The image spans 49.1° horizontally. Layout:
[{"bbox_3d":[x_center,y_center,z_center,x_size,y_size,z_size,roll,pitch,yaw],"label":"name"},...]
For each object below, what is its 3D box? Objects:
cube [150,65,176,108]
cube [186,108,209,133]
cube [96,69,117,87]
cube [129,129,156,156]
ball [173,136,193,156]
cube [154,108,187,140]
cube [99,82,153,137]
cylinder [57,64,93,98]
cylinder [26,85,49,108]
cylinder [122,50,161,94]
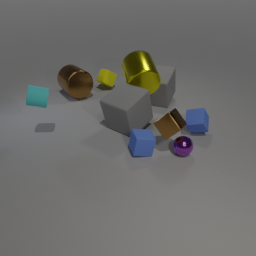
[{"bbox_3d":[1.407,-2.015,13.327,1.400,1.400,1.400,12,48,20],"label":"cube"},{"bbox_3d":[2.666,-0.276,10.762,0.700,0.700,0.700,-5,61,30],"label":"cube"},{"bbox_3d":[-1.150,-2.693,15.055,0.700,0.700,0.700,23,-1,-39],"label":"cube"},{"bbox_3d":[0.482,0.504,9.713,0.700,0.700,0.700,2,29,-17],"label":"cube"},{"bbox_3d":[1.888,0.613,9.620,0.700,0.700,0.700,0,29,0],"label":"ball"},{"bbox_3d":[1.430,-0.140,9.419,0.700,0.700,0.700,55,34,3],"label":"cube"},{"bbox_3d":[-0.028,-0.728,10.996,1.400,1.400,1.400,22,52,35],"label":"cube"},{"bbox_3d":[-2.646,-2.345,14.022,1.400,1.400,1.400,-16,31,-27],"label":"cylinder"},{"bbox_3d":[-3.190,-1.100,9.876,0.700,0.700,0.700,8,26,-18],"label":"cylinder"},{"bbox_3d":[0.537,-2.283,11.785,1.400,1.400,1.400,-6,51,-11],"label":"cylinder"}]
